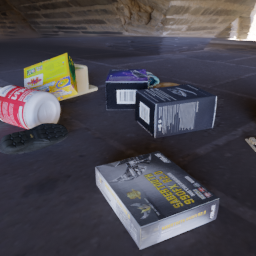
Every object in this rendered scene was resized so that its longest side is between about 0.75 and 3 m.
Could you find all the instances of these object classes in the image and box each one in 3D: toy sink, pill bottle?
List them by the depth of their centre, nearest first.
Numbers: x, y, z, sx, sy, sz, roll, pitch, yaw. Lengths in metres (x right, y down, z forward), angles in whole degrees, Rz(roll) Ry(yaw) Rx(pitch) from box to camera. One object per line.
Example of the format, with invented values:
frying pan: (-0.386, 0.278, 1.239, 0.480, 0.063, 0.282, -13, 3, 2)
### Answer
pill bottle: (-4.442, -0.887, 11.715, 2.955, 1.659, 1.659, 13, 27, 28)
toy sink: (-3.374, -2.832, 16.243, 1.849, 1.589, 2.837, 20, 31, 39)

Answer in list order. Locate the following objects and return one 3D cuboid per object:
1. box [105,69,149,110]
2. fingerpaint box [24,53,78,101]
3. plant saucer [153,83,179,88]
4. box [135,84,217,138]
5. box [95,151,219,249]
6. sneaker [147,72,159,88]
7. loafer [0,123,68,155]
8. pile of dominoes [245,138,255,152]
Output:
box: (-0.030, -2.072, 14.629, 2.108, 1.486, 2.849, -1, 24, 0)
fingerpaint box: (-3.806, -2.309, 13.805, 2.427, 0.890, 2.025, -18, 62, 9)
plant saucer: (2.345, -2.109, 15.987, 1.827, 0.323, 1.827, 1, 31, 0)
box: (1.931, -0.805, 11.744, 2.783, 1.452, 2.060, -8, 25, -18)
box: (0.598, 1.613, 7.202, 2.112, 0.645, 2.667, -11, 25, -24)
sneaker: (0.776, -2.835, 16.868, 2.721, 1.056, 1.174, -19, 36, -36)
loafer: (-3.250, 0.381, 9.783, 2.378, 0.807, 0.835, -15, -13, -39)
pile of dominoes: (4.740, 0.633, 10.227, 0.663, 0.135, 0.850, -2, 32, -7)
